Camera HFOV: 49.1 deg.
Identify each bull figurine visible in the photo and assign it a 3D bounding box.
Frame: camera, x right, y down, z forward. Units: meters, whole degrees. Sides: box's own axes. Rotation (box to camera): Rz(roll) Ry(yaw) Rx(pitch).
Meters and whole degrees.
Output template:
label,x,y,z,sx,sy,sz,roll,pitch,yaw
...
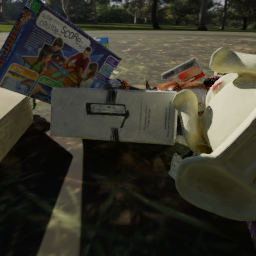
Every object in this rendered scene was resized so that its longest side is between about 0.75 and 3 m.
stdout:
label,x,y,z,sx,sy,sz,roll,pitch,yaw
bull figurine,1.645,-0.816,8.047,2.902,0.945,1.762,2,19,3

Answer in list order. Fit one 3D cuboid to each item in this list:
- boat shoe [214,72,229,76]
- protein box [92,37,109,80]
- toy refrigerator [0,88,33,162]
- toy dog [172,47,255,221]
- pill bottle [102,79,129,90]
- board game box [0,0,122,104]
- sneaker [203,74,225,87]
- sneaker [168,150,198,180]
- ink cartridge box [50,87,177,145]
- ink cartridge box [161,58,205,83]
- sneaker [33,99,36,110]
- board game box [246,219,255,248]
label,x,y,z,sx,sy,sz,roll,pitch,yaw
boat shoe,4.058,-2.260,11.801,0.805,0.858,2.327,1,10,20
protein box,-2.119,-2.596,11.212,2.709,1.828,2.689,-2,23,-4
toy refrigerator,-3.086,-0.022,6.228,1.095,1.009,2.884,6,23,-4
toy dog,2.187,-0.083,4.497,2.900,2.087,2.991,25,23,-3
pill bottle,-0.596,-1.298,9.598,1.337,0.710,0.710,-18,28,-37
board game box,-1.591,-1.521,6.876,0.502,1.974,2.916,40,11,31
sneaker,3.786,-1.615,10.384,1.889,0.668,0.923,10,27,26
sneaker,1.346,0.646,5.186,1.220,0.532,0.455,-7,23,-20
ink cartridge box,-0.181,-0.250,6.038,2.436,1.027,1.778,3,1,11
ink cartridge box,2.022,-1.746,9.909,1.251,0.387,1.542,-25,-26,22
sneaker,-3.875,-0.737,8.061,2.203,0.860,0.938,2,23,3
board game box,2.060,1.459,3.705,0.782,0.210,1.303,7,23,7
